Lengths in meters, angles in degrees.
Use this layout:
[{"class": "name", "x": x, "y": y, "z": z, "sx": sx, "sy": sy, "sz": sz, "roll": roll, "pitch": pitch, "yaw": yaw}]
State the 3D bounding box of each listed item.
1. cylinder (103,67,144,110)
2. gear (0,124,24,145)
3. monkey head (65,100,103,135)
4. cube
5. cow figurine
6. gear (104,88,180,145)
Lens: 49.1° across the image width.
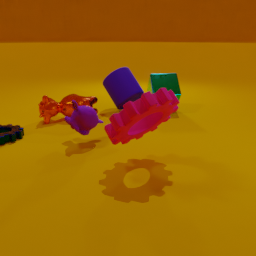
[{"class": "cylinder", "x": -0.177, "y": -1.495, "z": 10.635, "sx": 1.181, "sy": 1.181, "sz": 1.181, "roll": -30, "pitch": -10, "yaw": -6}, {"class": "gear", "x": -3.620, "y": 0.167, "z": 7.964, "sx": 1.221, "sy": 0.226, "sz": 1.221, "roll": 1, "pitch": 17, "yaw": 0}, {"class": "monkey head", "x": -1.259, "y": -0.278, "z": 7.541, "sx": 0.896, "sy": 0.751, "sz": 1.246, "roll": 29, "pitch": -6, "yaw": 41}, {"class": "cube", "x": 1.335, "y": -1.355, "z": 10.593, "sx": 1.023, "sy": 1.023, "sz": 1.023, "roll": -3, "pitch": 62, "yaw": -5}, {"class": "cow figurine", "x": -2.049, "y": -0.689, "z": 9.490, "sx": 1.747, "sy": 0.959, "sz": 1.719, "roll": 6, "pitch": 16, "yaw": 23}, {"class": "gear", "x": 0.307, "y": -0.211, "z": 6.000, "sx": 1.652, "sy": 1.652, "sz": 0.306, "roll": -15, "pitch": 67, "yaw": -38}]
